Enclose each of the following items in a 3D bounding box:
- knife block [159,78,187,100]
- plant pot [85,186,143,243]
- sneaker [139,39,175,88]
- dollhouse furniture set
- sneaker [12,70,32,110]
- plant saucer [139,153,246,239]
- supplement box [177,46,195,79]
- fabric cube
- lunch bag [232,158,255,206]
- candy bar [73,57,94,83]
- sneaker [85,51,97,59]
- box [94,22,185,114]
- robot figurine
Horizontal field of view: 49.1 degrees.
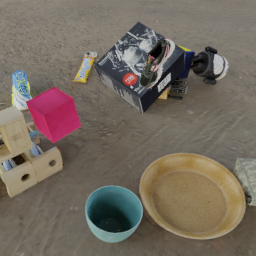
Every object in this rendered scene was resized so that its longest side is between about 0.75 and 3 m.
[{"bbox_3d":[1.442,-1.697,12.297,2.114,0.676,1.856,-20,43,-22],"label":"knife block"},{"bbox_3d":[-0.403,2.357,7.228,1.431,0.964,1.431,7,36,-5],"label":"plant pot"},{"bbox_3d":[0.792,-2.139,9.111,0.698,1.738,0.750,34,22,24],"label":"sneaker"},{"bbox_3d":[-3.362,0.256,8.471,1.854,2.646,1.865,-29,48,-29],"label":"dollhouse furniture set"},{"bbox_3d":[-4.647,-1.722,11.972,0.828,1.148,2.186,-13,41,-15],"label":"sneaker"},{"bbox_3d":[1.797,1.944,8.120,2.953,0.523,2.953,0,41,0],"label":"plant saucer"},{"bbox_3d":[1.698,-3.384,13.551,1.365,1.374,2.509,-18,41,-43],"label":"supplement box"},{"bbox_3d":[-2.176,-0.413,8.289,1.054,1.051,1.034,-35,47,-28],"label":"fabric cube"},{"bbox_3d":[3.945,1.675,8.152,1.281,0.918,1.562,1,36,1],"label":"lunch bag"},{"bbox_3d":[-2.194,-2.932,14.088,0.631,0.281,2.532,4,41,4],"label":"candy bar"},{"bbox_3d":[-2.014,-4.023,15.265,0.339,0.411,0.895,24,46,25],"label":"sneaker"},{"bbox_3d":[0.514,-2.492,11.534,2.497,1.428,2.742,38,78,22],"label":"box"},{"bbox_3d":[3.810,-2.909,13.061,1.907,1.433,1.190,6,34,-32],"label":"robot figurine"}]
